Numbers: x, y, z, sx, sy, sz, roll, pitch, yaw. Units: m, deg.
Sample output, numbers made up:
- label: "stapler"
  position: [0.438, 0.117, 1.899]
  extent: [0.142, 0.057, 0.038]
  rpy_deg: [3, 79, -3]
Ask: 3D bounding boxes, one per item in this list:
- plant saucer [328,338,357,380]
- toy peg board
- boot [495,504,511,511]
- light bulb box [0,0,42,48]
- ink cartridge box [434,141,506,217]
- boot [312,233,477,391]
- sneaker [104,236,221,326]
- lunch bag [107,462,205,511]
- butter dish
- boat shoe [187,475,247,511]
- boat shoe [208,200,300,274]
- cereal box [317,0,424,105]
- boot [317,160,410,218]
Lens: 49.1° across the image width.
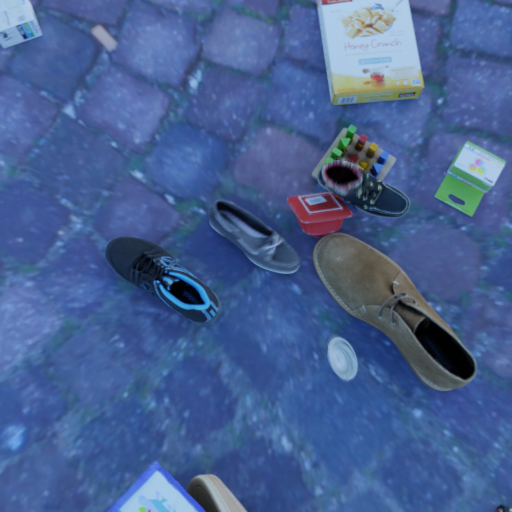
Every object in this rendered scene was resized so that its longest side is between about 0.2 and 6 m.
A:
- label: "plant saucer"
  position: [1.439, 1.777, 9.625]
  extent: [0.731, 0.184, 0.731]
  rpy_deg: [24, 52, -34]
- label: "toy peg board"
  position: [1.911, -1.785, 10.746]
  extent: [1.213, 0.596, 1.218]
  rpy_deg: [33, 79, 8]
- label: "boot"
  position: [4.726, 4.358, 9.241]
  extent: [1.313, 0.628, 1.739]
  rpy_deg: [25, 77, 8]
- label: "light bulb box"
  position: [-5.011, -4.883, 11.533]
  extent: [0.841, 0.525, 0.834]
  rpy_deg: [-21, 77, -6]
- label: "ink cartridge box"
  position: [4.102, -1.468, 10.750]
  extent: [0.850, 0.436, 1.151]
  rpy_deg: [30, 77, 7]
- label: "boot"
  position: [2.423, 0.826, 9.743]
  extent: [1.309, 1.341, 3.555]
  rpy_deg: [-43, 78, -6]
- label: "sneaker"
  position: [-1.677, 0.319, 10.025]
  extent: [2.446, 1.002, 0.895]
  rpy_deg: [30, 78, 8]
- label: "lunch bag"
  position: [-1.621, 4.982, 8.338]
  extent: [2.537, 1.901, 2.983]
  rpy_deg: [43, 96, 9]
- label: "butter dish"
  position: [1.163, -0.681, 10.431]
  extent: [1.008, 0.745, 1.006]
  rpy_deg: [-10, 36, -11]
- label: "boat shoe"
  position: [-0.082, 4.749, 9.048]
  extent: [0.943, 1.042, 2.923]
  rpy_deg: [-25, 80, -45]
- label: "boat shoe"
  position: [-0.051, -0.358, 10.328]
  extent: [1.985, 0.566, 0.664]
  rpy_deg: [33, 66, 10]
- label: "cereal box"
  position: [2.285, -4.365, 11.414]
  extent: [1.815, 0.499, 2.523]
  rpy_deg: [-6, 76, -1]
- label: "boot"
  position: [1.890, -1.137, 9.752]
  extent: [1.782, 1.346, 0.643]
  rpy_deg: [24, 96, 4]
